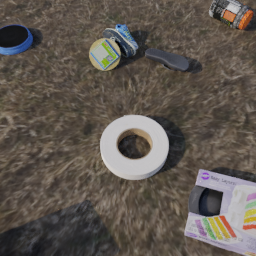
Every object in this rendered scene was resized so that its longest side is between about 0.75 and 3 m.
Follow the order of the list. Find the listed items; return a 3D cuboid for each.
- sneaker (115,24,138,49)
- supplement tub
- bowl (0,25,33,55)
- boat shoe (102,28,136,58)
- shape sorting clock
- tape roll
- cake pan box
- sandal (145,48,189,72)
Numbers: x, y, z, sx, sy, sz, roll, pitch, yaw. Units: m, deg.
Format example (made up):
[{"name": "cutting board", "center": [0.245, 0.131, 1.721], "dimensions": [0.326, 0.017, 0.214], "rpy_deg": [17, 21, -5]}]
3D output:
[{"name": "sneaker", "center": [-0.104, -3.538, 10.797], "dimensions": [0.487, 0.676, 1.286], "rpy_deg": [-38, 64, -21]}, {"name": "supplement tub", "center": [4.185, -4.691, 11.377], "dimensions": [1.539, 0.943, 0.943], "rpy_deg": [39, 65, 20]}, {"name": "bowl", "center": [-4.547, -3.508, 11.006], "dimensions": [1.513, 0.297, 1.513], "rpy_deg": [0, 57, 0]}, {"name": "boat shoe", "center": [-0.438, -3.209, 10.662], "dimensions": [1.631, 0.611, 0.504], "rpy_deg": [44, 56, 14]}, {"name": "shape sorting clock", "center": [-0.834, -2.664, 10.176], "dimensions": [1.132, 1.132, 0.222], "rpy_deg": [5, 14, 3]}, {"name": "tape roll", "center": [0.188, 0.532, 8.385], "dimensions": [2.068, 0.378, 2.068], "rpy_deg": [0, 57, 0]}, {"name": "cake pan box", "center": [2.535, 2.126, 7.225], "dimensions": [1.955, 0.511, 1.800], "rpy_deg": [14, 57, 16]}, {"name": "sandal", "center": [1.463, -2.482, 10.361], "dimensions": [1.823, 0.390, 0.693], "rpy_deg": [32, 55, 29]}]
